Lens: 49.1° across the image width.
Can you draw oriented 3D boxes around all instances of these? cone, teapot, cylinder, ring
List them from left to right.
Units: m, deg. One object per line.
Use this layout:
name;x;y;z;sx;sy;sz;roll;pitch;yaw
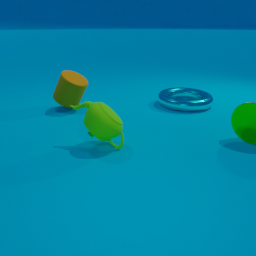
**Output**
cylinder;-1.958;-1.315;9.513;0.938;0.938;0.938;23;29;-14
teapot;-0.687;-0.136;6.741;1.618;0.792;1.006;46;11;1
ring;2.084;-1.071;10.222;2.027;0.405;2.027;1;23;0
cone;3.432;-0.300;7.207;1.103;1.103;1.107;20;35;41
